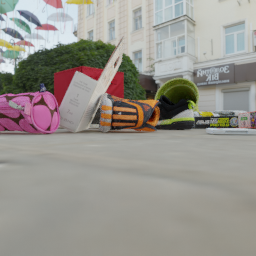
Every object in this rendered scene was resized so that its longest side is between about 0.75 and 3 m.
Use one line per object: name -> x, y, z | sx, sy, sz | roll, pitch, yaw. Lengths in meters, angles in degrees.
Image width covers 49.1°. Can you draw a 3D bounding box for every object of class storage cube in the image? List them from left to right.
storage cube -> -1.807, -1.317, 12.940 | 2.363, 2.485, 2.764 | -1, 1, -42

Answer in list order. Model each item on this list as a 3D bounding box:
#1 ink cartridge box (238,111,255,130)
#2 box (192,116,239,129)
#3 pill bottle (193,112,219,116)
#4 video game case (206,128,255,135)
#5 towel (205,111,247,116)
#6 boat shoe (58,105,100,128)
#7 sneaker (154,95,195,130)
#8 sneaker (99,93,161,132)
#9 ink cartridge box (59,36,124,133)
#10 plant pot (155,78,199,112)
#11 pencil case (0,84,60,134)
ink cartridge box -> 3.005, -0.171, 6.253 | 1.711, 0.431, 0.932 | -1, -2, -15
box -> 2.682, -0.191, 9.176 | 1.413, 0.390, 1.764 | 0, 1, 2
pill bottle -> 2.987, -0.331, 10.823 | 1.061, 0.597, 0.597 | -1, 1, -19
video game case -> 1.797, 0.058, 4.891 | 0.735, 0.096, 0.808 | 0, 1, 8
towel -> 5.415, -0.533, 15.461 | 1.637, 0.846, 1.977 | -3, 5, -39
boat shoe -> -1.656, -0.412, 8.927 | 2.949, 0.840, 0.986 | 0, 1, 13
sneaker -> 0.948, -0.440, 7.924 | 2.282, 0.945, 0.818 | 1, 2, 45
sneaker -> 0.014, -0.272, 6.297 | 1.290, 0.893, 2.302 | 4, 11, -8
ink cartridge box -> -0.792, -0.944, 6.365 | 0.524, 2.066, 2.345 | 26, 0, -3
plant pot -> 2.810, -1.155, 14.820 | 2.277, 2.277, 2.094 | 1, -18, 25
pencil case -> -2.199, -0.293, 5.075 | 1.890, 0.857, 0.885 | -2, 3, 24
